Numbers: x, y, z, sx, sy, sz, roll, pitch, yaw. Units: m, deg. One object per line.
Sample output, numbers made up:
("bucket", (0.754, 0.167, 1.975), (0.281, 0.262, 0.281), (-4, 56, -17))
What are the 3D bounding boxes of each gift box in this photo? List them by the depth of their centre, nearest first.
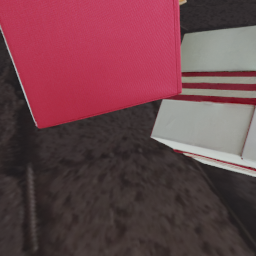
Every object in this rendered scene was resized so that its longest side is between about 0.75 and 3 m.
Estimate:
("gift box", (1.629, -0.378, 3.593), (1.839, 1.969, 1.817), (13, -4, 45))

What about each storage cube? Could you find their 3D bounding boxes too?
("storage cube", (-0.453, -1.181, 3.152), (1.605, 1.786, 1.527), (-15, 32, -8))

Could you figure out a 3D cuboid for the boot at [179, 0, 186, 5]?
("boot", (0.838, -4.175, 7.925), (1.951, 1.509, 0.719), (-16, 16, -30))
